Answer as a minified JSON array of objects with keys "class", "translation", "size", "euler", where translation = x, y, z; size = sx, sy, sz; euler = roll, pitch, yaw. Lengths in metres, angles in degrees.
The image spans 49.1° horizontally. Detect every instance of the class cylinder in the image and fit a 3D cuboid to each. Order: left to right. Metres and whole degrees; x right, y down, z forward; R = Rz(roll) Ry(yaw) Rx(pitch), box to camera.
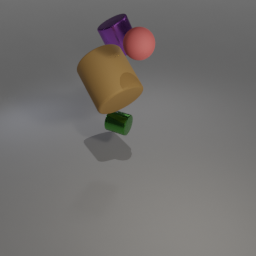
[{"class":"cylinder","translation":[-0.500,-1.326,7.771],"size":[1.400,1.400,1.400],"euler":[-21,75,-32]},{"class":"cylinder","translation":[-0.420,-4.021,12.282],"size":[1.400,1.400,1.400],"euler":[-21,34,15]},{"class":"cylinder","translation":[-0.296,-0.182,8.992],"size":[0.700,0.700,0.700],"euler":[18,33,18]}]

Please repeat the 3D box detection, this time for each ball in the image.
[{"class":"ball","translation":[0.238,-1.828,6.077],"size":[0.700,0.700,0.700],"euler":[0,30,0]}]
